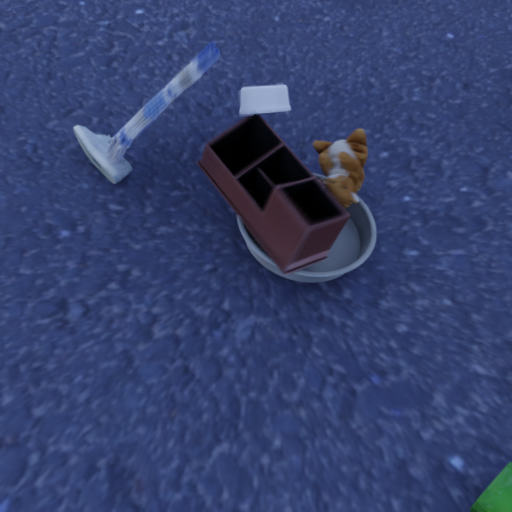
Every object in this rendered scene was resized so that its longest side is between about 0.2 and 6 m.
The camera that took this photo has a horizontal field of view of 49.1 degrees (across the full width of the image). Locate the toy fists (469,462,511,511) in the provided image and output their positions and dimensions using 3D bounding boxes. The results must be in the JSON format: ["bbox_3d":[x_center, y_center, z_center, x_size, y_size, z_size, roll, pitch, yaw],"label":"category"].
[{"bbox_3d":[3.008,3.711,6.931,2.229,0.767,1.136,-35,54,-21],"label":"toy fists"}]

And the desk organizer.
[{"bbox_3d":[0.223,-1.120,9.269,0.981,1.054,2.737,-19,59,-35],"label":"desk organizer"}]

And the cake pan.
[{"bbox_3d":[0.867,-0.505,9.929,2.476,0.454,2.476,5,50,-6],"label":"cake pan"}]

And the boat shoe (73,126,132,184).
[{"bbox_3d":[-3.050,-2.103,11.208,0.563,0.551,1.581,-36,70,-20],"label":"boat shoe"}]

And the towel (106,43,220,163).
[{"bbox_3d":[-1.744,-2.706,10.228,0.303,1.873,2.550,45,76,-14],"label":"towel"}]

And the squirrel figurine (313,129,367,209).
[{"bbox_3d":[1.542,-1.318,9.774,0.925,1.307,1.220,-7,58,19],"label":"squirrel figurine"}]

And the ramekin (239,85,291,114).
[{"bbox_3d":[0.148,-2.738,9.793,0.901,0.439,0.901,-3,16,1],"label":"ramekin"}]
